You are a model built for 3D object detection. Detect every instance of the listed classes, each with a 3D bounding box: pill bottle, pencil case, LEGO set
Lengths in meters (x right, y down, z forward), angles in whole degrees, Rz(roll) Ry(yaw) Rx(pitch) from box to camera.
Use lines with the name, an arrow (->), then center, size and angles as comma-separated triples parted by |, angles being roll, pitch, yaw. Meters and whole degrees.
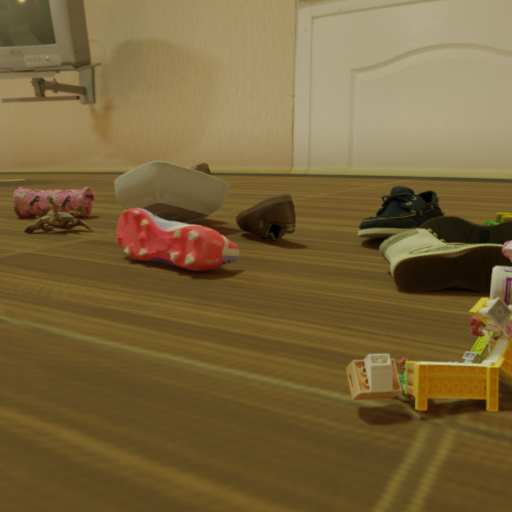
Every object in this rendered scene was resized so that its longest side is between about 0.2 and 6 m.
pill bottle -> 3.429, 0.453, 6.812 | 1.056, 0.593, 0.593 | 5, 12, 21
pencil case -> -5.760, -1.524, 15.967 | 2.157, 0.933, 0.893 | 1, -18, 4
LEGO set -> 1.718, 0.778, 4.813 | 2.176, 1.001, 0.810 | -32, 3, -13

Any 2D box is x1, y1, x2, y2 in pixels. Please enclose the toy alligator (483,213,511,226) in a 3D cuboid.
toy alligator -> 4.893, -0.450, 11.088 | 0.612, 0.669, 2.255 | 2, 11, 9

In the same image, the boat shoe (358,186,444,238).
boat shoe -> 3.253, -1.003, 12.345 | 3.275, 1.086, 1.224 | -8, 6, -44

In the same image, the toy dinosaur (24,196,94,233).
toy dinosaur -> -4.668, -0.826, 13.378 | 1.478, 0.634, 1.002 | 13, -34, -28

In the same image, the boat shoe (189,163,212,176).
boat shoe -> -2.218, -1.858, 15.711 | 2.911, 1.054, 1.052 | -10, -12, 37

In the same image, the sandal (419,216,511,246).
sandal -> 3.624, -0.139, 9.016 | 0.652, 0.977, 2.390 | 31, -22, -37

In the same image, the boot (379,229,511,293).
boot -> 2.951, 0.017, 8.517 | 1.974, 0.711, 1.526 | -4, 15, 4

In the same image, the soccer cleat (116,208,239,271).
soccer cleat -> -1.480, -0.260, 9.801 | 2.680, 0.894, 1.025 | 14, 2, 44

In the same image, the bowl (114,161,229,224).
bowl -> -2.065, -1.373, 13.518 | 2.298, 0.858, 2.294 | 12, -15, -40

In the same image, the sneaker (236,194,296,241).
sneaker -> 0.171, -0.669, 12.196 | 0.790, 0.847, 2.242 | -12, -6, -21
